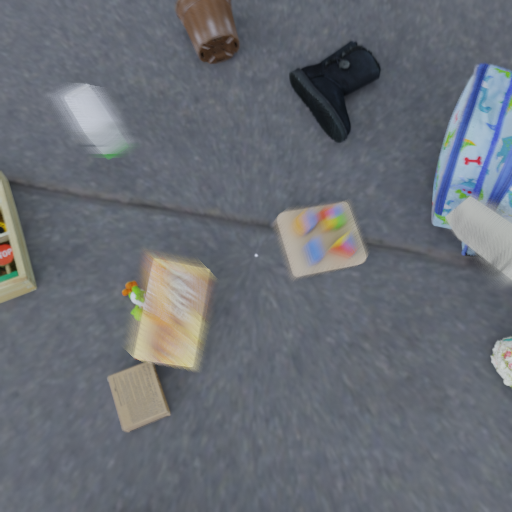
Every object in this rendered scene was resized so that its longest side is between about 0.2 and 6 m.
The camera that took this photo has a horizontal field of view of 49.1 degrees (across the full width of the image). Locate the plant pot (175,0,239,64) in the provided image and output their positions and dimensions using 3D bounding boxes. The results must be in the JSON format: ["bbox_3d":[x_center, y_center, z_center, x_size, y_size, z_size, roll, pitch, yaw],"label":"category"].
[{"bbox_3d":[-0.875,-4.473,10.941,1.135,1.135,1.124,-17,76,-7],"label":"plant pot"}]

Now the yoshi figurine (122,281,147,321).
[{"bbox_3d":[-1.930,0.780,9.082,0.394,0.396,0.705,-41,75,1],"label":"yoshi figurine"}]

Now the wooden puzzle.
[{"bbox_3d":[1.114,-0.332,9.507,1.283,0.297,1.189,-12,69,-8],"label":"wooden puzzle"}]

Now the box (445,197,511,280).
[{"bbox_3d":[3.090,-0.201,7.228,0.460,0.553,1.346,-40,34,6],"label":"box"}]

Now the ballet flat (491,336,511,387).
[{"bbox_3d":[4.646,2.211,8.189,2.696,0.862,1.020,43,70,15],"label":"ballet flat"}]

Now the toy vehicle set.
[{"bbox_3d":[-5.754,0.155,9.257,3.696,0.490,2.296,-22,69,-9],"label":"toy vehicle set"}]

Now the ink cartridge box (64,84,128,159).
[{"bbox_3d":[-2.537,-2.124,8.944,0.440,1.059,0.776,-32,80,-3],"label":"ink cartridge box"}]

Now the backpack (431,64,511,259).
[{"bbox_3d":[4.076,-1.577,8.469,2.380,3.239,2.964,19,69,12],"label":"backpack"}]

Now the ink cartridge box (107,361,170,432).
[{"bbox_3d":[-1.778,2.133,8.512,0.712,0.324,0.864,-20,69,-7],"label":"ink cartridge box"}]

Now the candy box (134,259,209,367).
[{"bbox_3d":[-1.269,0.868,8.478,0.868,0.416,1.504,12,73,-12],"label":"candy box"}]

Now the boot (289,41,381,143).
[{"bbox_3d":[1.710,-3.153,10.518,1.562,0.710,1.859,-28,64,-7],"label":"boot"}]
